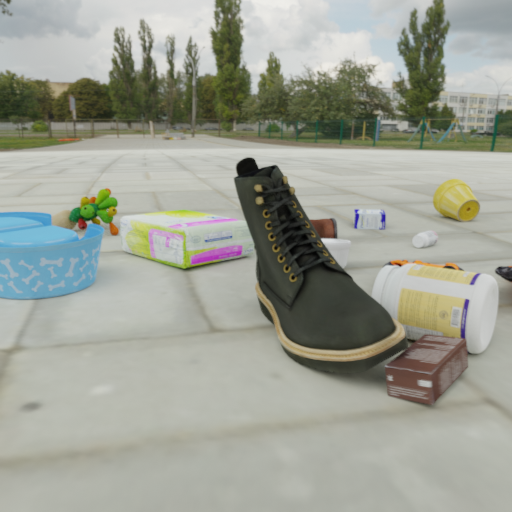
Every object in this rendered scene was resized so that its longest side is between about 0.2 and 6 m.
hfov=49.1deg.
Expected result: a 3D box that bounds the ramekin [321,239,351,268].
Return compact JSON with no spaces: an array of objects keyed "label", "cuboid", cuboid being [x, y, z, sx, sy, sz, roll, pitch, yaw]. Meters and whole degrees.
[{"label":"ramekin","cuboid":[1.180,-0.028,10.194,1.078,0.502,1.078,-1,6,0]}]

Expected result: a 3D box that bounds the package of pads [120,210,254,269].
[{"label":"package of pads","cuboid":[-1.455,-0.386,11.276,1.802,0.795,2.332,-11,17,-42]}]

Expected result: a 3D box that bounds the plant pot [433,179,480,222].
[{"label":"plant pot","cuboid":[5.509,-1.428,15.199,1.057,1.057,0.995,-4,30,-14]}]

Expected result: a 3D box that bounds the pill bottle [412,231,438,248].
[{"label":"pill bottle","cuboid":[3.645,-0.354,12.103,0.572,0.324,0.324,-12,19,-42]}]

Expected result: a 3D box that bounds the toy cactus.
[{"label":"toy cactus","cuboid":[-4.159,-0.916,13.549,1.807,1.120,2.190,-20,19,-3]}]

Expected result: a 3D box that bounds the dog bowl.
[{"label":"dog bowl","cuboid":[-4.170,-0.087,9.814,3.704,0.918,2.065,13,19,41]}]

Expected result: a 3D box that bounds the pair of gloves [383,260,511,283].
[{"label":"pair of gloves","cuboid":[3.452,0.310,8.540,2.994,0.370,2.667,4,2,9]}]

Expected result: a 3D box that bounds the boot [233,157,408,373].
[{"label":"boot","cuboid":[0.483,-0.049,6.723,1.194,2.132,3.083,-22,18,-19]}]

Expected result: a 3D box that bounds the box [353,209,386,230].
[{"label":"box","cuboid":[2.886,-0.937,14.285,0.778,0.408,0.716,1,13,8]}]

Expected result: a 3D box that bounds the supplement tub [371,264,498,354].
[{"label":"supplement tub","cuboid":[2.185,0.609,6.898,1.321,0.960,0.960,9,17,35]}]

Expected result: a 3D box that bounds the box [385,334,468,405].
[{"label":"box","cuboid":[1.786,1.150,5.800,0.490,0.367,0.978,2,13,41]}]

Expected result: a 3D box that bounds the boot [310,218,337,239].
[{"label":"boot","cuboid":[0.582,-0.478,11.891,2.018,0.691,1.900,-5,16,-14]}]
